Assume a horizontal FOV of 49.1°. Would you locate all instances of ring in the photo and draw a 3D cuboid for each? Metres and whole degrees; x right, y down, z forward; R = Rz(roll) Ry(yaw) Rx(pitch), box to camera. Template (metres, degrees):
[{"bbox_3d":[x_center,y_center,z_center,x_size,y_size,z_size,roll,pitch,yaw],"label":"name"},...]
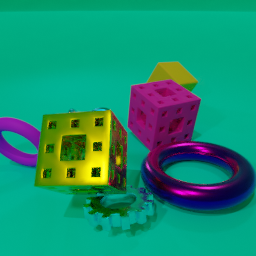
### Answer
[{"bbox_3d":[1.239,0.770,5.090,2.033,0.407,2.033,-2,22,1],"label":"ring"},{"bbox_3d":[-2.030,0.287,5.257,1.246,1.246,0.249,7,46,14],"label":"ring"}]

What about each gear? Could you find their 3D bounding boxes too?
[{"bbox_3d":[-0.135,1.181,4.276,1.058,0.196,1.058,-6,12,1],"label":"gear"}]

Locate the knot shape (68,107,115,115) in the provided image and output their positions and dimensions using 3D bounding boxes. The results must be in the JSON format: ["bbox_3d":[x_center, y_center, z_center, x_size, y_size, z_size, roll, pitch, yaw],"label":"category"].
[{"bbox_3d":[-1.021,-0.153,6.975,1.294,0.598,1.211,-17,30,-33],"label":"knot shape"}]

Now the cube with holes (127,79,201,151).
[{"bbox_3d":[0.785,-0.328,6.517,1.132,1.132,1.132,-13,37,-26],"label":"cube with holes"}]

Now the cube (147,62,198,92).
[{"bbox_3d":[1.289,-1.309,8.502,0.986,0.986,0.986,-14,57,-43],"label":"cube"}]

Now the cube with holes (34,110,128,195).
[{"bbox_3d":[-0.619,0.421,4.182,1.017,1.017,1.017,-3,-20,12],"label":"cube with holes"}]
